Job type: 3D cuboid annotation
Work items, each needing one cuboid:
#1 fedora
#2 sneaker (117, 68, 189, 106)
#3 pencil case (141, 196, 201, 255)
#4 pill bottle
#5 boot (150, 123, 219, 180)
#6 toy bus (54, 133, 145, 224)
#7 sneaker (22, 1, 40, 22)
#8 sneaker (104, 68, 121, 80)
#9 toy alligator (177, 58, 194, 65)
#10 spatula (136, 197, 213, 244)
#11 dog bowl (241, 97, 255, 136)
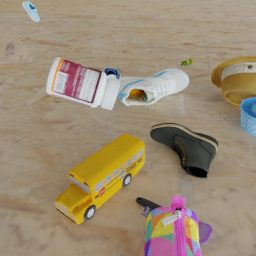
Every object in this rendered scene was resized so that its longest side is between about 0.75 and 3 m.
[{"bbox_3d":[4.303,-1.485,10.088,2.684,2.684,1.095,9,70,14],"label":"fedora"},{"bbox_3d":[1.006,-1.459,10.671,2.870,1.098,1.159,-12,41,-6],"label":"sneaker"},{"bbox_3d":[0.736,2.407,4.543,1.123,1.123,2.542,2,35,3],"label":"pencil case"},{"bbox_3d":[-0.917,-0.894,5.863,1.388,0.793,0.793,17,32,-9],"label":"pill bottle"},{"bbox_3d":[1.404,0.600,7.724,1.973,0.764,1.365,12,40,19],"label":"boot"},{"bbox_3d":[-0.593,1.115,6.659,0.791,0.952,2.431,24,40,32],"label":"toy bus"},{"bbox_3d":[-3.340,-4.089,9.860,0.336,0.820,0.303,9,68,30],"label":"sneaker"},{"bbox_3d":[-0.670,-2.191,11.847,0.784,0.872,2.121,-5,32,-4],"label":"sneaker"},{"bbox_3d":[2.927,-3.275,14.105,1.052,0.253,0.349,-20,11,-15],"label":"toy alligator"},{"bbox_3d":[0.933,1.925,6.121,1.835,0.189,0.519,22,41,31],"label":"spatula"},{"bbox_3d":[5.104,-0.283,9.030,2.962,0.734,1.651,1,33,3],"label":"dog bowl"}]
